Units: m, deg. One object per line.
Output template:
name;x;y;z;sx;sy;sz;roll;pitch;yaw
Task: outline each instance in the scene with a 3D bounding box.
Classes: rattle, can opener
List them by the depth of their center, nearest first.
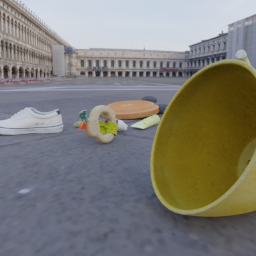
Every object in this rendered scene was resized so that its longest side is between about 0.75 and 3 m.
rattle;-1.262;-0.111;8.563;1.332;1.214;1.864;14;16;33
can opener;1.662;-1.291;15.338;0.734;0.920;2.751;-12;12;-39

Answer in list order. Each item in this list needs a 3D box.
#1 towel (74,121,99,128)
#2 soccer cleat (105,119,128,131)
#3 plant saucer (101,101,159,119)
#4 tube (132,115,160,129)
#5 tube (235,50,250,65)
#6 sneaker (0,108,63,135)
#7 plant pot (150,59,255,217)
towel;-1.643;-0.172;11.467;0.846;0.208;1.141;4;11;14
soccer cleat;-0.477;-0.101;10.709;0.599;0.485;1.389;20;0;-24
plant saucer;0.091;-1.002;14.388;2.988;0.482;2.988;-4;15;1
tube;0.771;-0.206;11.279;0.448;0.400;1.542;-40;-10;37
tube;5.077;-2.820;12.299;0.476;0.426;1.640;-12;-24;29
sneaker;-3.697;-0.290;10.156;2.608;0.923;0.952;-3;11;-15
plant pot;1.670;0.357;4.391;1.645;2.318;2.318;22;2;-23
